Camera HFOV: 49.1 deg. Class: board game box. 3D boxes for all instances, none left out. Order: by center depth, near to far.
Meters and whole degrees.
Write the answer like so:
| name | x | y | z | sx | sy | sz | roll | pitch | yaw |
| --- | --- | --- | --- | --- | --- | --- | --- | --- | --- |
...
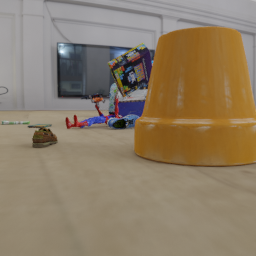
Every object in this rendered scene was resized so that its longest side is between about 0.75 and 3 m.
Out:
| name | x | y | z | sx | sy | sz | roll | pitch | yaw |
| --- | --- | --- | --- | --- | --- | --- | --- | --- | --- |
| board game box | 0.178 | -2.113 | 10.541 | 1.494 | 0.512 | 1.807 | -30 | -26 | -3 |
| board game box | 0.745 | -1.665 | 12.390 | 2.073 | 2.600 | 1.259 | -1 | -40 | 19 |

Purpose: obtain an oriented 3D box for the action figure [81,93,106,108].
| name | x | y | z | sx | sy | sz | roll | pitch | yaw |
| --- | --- | --- | --- | --- | --- | --- | --- | --- | --- |
| action figure | -1.317 | -1.039 | 10.676 | 0.875 | 0.458 | 0.847 | -13 | 17 | -14 |

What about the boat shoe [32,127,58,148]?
| name | x | y | z | sx | sy | sz | roll | pitch | yaw |
| --- | --- | --- | --- | --- | --- | --- | --- | --- | --- |
| boat shoe | -1.784 | 0.171 | 6.140 | 0.394 | 0.372 | 1.094 | 0 | 5 | -3 |

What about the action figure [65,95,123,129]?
| name | x | y | z | sx | sy | sz | roll | pitch | yaw |
| --- | --- | --- | --- | --- | --- | --- | --- | --- | --- |
| action figure | -1.149 | -0.627 | 10.755 | 0.821 | 1.246 | 2.517 | -7 | -5 | 44 |

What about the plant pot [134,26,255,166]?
| name | x | y | z | sx | sy | sz | roll | pitch | yaw |
| --- | --- | --- | --- | --- | --- | --- | --- | --- | --- |
| plant pot | 1.228 | -0.567 | 4.923 | 2.225 | 2.037 | 2.225 | 0 | 5 | 0 |

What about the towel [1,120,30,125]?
| name | x | y | z | sx | sy | sz | roll | pitch | yaw |
| --- | --- | --- | --- | --- | --- | --- | --- | --- | --- |
| towel | -5.024 | -0.264 | 12.572 | 1.121 | 0.172 | 0.836 | -1 | 6 | -14 |

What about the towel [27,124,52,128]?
| name | x | y | z | sx | sy | sz | roll | pitch | yaw |
| --- | --- | --- | --- | --- | --- | --- | --- | --- | --- |
| towel | -3.421 | -0.077 | 10.886 | 0.631 | 0.093 | 0.860 | 1 | 6 | 8 |

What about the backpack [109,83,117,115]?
| name | x | y | z | sx | sy | sz | roll | pitch | yaw |
| --- | --- | --- | --- | --- | --- | --- | --- | --- | --- |
| backpack | -0.132 | -1.932 | 19.221 | 1.735 | 2.361 | 2.161 | 4 | 5 | 42 |

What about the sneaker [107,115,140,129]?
| name | x | y | z | sx | sy | sz | roll | pitch | yaw |
| --- | --- | --- | --- | --- | --- | --- | --- | --- | --- |
| sneaker | -0.067 | -0.161 | 10.013 | 1.276 | 0.501 | 0.569 | -11 | 16 | -23 |
